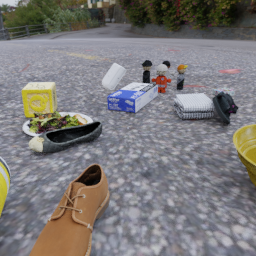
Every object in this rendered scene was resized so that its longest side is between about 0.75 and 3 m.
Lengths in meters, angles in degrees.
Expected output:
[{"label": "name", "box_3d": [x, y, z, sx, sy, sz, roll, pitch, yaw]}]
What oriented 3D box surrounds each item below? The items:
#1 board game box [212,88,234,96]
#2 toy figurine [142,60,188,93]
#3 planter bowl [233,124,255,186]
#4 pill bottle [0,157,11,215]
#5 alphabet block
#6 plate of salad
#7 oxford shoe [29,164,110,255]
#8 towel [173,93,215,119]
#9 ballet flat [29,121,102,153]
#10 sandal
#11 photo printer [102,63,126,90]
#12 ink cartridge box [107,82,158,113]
[{"label": "board game box", "box_3d": [4.920, -1.850, 14.468, 0.881, 0.283, 0.650, -10, 24, -22]}, {"label": "toy figurine", "box_3d": [1.984, -2.978, 15.566, 2.152, 1.521, 2.186, -12, 25, -27]}, {"label": "planter bowl", "box_3d": [3.650, 0.944, 6.510, 2.568, 1.070, 2.568, 3, 29, -2]}, {"label": "pill bottle", "box_3d": [-2.987, 1.484, 4.768, 1.484, 1.484, 2.649, -4, 23, -11]}, {"label": "alphabet block", "box_3d": [-3.638, -1.200, 11.669, 1.195, 1.201, 1.223, -3, 23, -4]}, {"label": "plate of salad", "box_3d": [-2.536, -0.259, 10.184, 2.490, 0.598, 2.490, 0, 23, 0]}, {"label": "oxford shoe", "box_3d": [-1.059, 1.614, 5.129, 1.020, 1.020, 2.861, 5, 25, 9]}, {"label": "towel", "box_3d": [2.682, -0.877, 11.604, 1.355, 0.700, 1.636, -3, 24, -4]}, {"label": "ballet flat", "box_3d": [-1.913, 0.195, 8.787, 2.399, 0.682, 0.797, -15, 53, -32]}, {"label": "sandal", "box_3d": [3.944, -1.005, 11.177, 0.694, 1.090, 2.899, -34, 5, 29]}, {"label": "photo printer", "box_3d": [-0.591, -1.973, 10.921, 0.365, 1.051, 0.874, 32, 8, -31]}, {"label": "ink cartridge box", "box_3d": [0.296, -1.494, 13.109, 1.366, 0.642, 2.905, 9, 24, 22]}]
